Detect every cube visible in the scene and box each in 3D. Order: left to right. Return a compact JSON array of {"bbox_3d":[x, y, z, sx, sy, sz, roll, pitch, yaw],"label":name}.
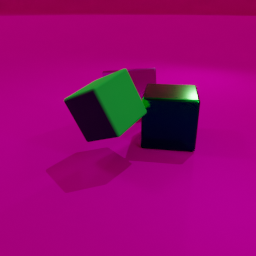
[{"bbox_3d":[-0.461,-0.457,5.884,1.055,1.055,1.055,-11,23,45],"label":"cube"},{"bbox_3d":[0.059,-1.175,8.506,1.187,1.187,1.187,-13,16,-35],"label":"cube"},{"bbox_3d":[1.019,-0.298,6.865,1.273,1.273,1.273,4,24,8],"label":"cube"}]
